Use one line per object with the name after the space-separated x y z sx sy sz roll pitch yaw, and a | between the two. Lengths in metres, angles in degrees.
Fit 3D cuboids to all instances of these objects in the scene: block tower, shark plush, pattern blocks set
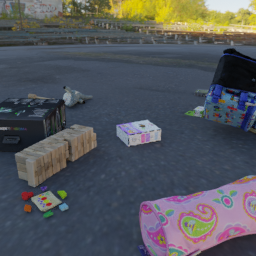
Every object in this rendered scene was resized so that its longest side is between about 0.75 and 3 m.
-2.022 0.664 8.240 0.801 0.749 2.773 10 23 25 | block tower
-2.581 -1.388 14.169 0.902 0.984 2.166 32 12 21 | shark plush
-1.909 1.691 6.494 0.996 0.092 1.133 -12 24 -28 | pattern blocks set

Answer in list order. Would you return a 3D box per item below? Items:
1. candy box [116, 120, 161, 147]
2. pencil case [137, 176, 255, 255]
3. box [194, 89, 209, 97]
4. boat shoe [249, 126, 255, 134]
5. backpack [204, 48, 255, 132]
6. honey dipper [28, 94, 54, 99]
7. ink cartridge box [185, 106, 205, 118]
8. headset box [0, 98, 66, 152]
0.373 0.159 9.938 1.273 0.455 1.068 -9 23 -21 | candy box
1.537 1.670 5.197 2.724 1.191 1.191 -9 23 -21 | pencil case
4.325 -1.963 15.713 1.054 0.233 0.844 8 23 19 | box
5.139 -0.672 11.130 1.004 1.001 2.782 4 29 9 | boat shoe
4.340 -1.049 9.654 2.982 2.006 2.722 19 -12 14 | backpack
-4.497 -1.555 14.662 1.544 0.293 0.293 10 23 15 | honey dipper
3.031 -0.754 12.487 0.837 0.317 0.619 14 26 31 | ink cartridge box
-3.561 -0.153 9.731 2.209 1.177 2.537 1 21 1 | headset box
